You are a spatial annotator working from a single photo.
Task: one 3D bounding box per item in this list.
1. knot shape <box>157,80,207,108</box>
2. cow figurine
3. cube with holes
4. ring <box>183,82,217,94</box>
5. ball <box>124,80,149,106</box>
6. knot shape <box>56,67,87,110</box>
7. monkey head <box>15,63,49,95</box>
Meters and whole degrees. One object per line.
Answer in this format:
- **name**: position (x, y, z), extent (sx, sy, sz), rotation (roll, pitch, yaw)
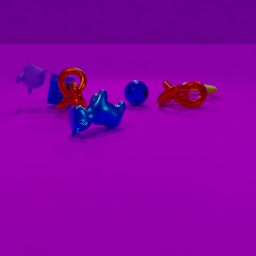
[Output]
- **knot shape**: position (1.609, -1.116, 9.229), extent (1.569, 0.775, 1.676), rotation (-15, 23, -39)
- **cow figurine**: position (-0.745, -0.258, 6.769), extent (1.339, 1.318, 0.735), rotation (29, -27, -26)
- **cube with holes**: position (-2.171, -1.225, 9.094), extent (0.773, 0.773, 0.773), rotation (9, 24, -18)
- **ring**: position (2.733, -1.527, 10.728), extent (1.318, 0.264, 1.318), rotation (8, 14, -2)
- **ball**: position (0.277, -1.165, 9.282), extent (0.843, 0.843, 0.843), rotation (0, 18, 0)
- **knot shape**: position (-1.584, -0.993, 8.118), extent (0.625, 1.353, 1.266), rotation (5, 27, -44)
- **monkey head**: position (-3.080, -1.556, 8.886), extent (0.761, 1.263, 0.908), rotation (38, 32, -16)
